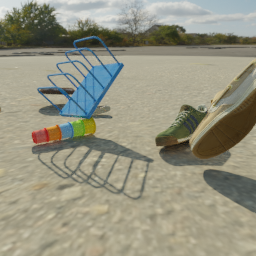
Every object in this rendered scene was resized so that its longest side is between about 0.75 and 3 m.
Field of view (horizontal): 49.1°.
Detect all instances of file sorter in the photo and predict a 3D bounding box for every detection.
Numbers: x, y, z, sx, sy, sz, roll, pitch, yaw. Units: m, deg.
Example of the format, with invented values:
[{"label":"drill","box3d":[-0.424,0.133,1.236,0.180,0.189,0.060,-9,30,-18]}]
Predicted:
[{"label":"file sorter","box3d":[-1.428,-1.517,8.375,1.461,1.291,2.105,7,58,44]}]

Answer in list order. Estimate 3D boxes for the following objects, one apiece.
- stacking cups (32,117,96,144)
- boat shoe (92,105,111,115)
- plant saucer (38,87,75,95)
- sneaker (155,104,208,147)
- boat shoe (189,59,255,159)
[{"label":"stacking cups","box3d":[-1.762,0.056,7.726,1.723,0.521,0.521,-11,21,-30]},{"label":"boat shoe","box3d":[-1.067,-0.659,10.269,0.853,0.306,0.254,-14,13,-5]},{"label":"plant saucer","box3d":[-2.907,-1.550,11.659,1.601,0.257,1.601,2,9,0]},{"label":"sneaker","box3d":[1.462,-0.141,7.398,2.095,0.940,0.702,-11,1,-37]},{"label":"boat shoe","box3d":[2.269,-0.440,6.042,0.957,2.595,0.898,38,12,-34]}]
